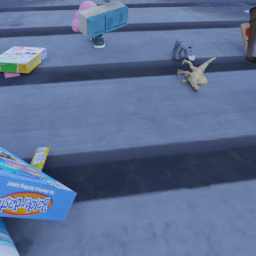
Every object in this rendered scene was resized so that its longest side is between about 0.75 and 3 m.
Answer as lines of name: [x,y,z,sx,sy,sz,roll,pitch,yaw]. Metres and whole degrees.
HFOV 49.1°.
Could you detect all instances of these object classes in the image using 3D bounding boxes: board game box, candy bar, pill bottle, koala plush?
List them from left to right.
pill bottle: [-2.681,1.808,4.605,1.207,1.207,2.179,-24,43,-29]
board game box: [-2.653,0.755,5.156,2.814,2.140,0.633,20,82,35]
board game box: [-4.396,-2.837,11.499,1.513,0.399,1.978,5,33,7]
candy bar: [-2.141,1.011,6.473,0.413,0.183,1.655,-11,39,11]
koala plush: [2.424,-3.224,11.991,0.920,0.845,0.816,16,33,-15]

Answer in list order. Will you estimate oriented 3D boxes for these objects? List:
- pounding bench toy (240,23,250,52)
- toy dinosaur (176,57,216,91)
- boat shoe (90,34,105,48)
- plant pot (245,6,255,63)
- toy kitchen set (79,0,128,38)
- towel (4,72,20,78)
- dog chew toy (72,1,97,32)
pounding bench toy: [5.971,-3.582,11.763,1.467,2.361,1.842,-10,-4,-11]
toy dinosaur: [2.487,-2.040,10.516,1.164,0.670,2.301,27,49,9]
boat shoe: [-1.522,-4.513,13.700,0.743,0.613,1.984,-4,37,-6]
plant pot: [3.200,-2.041,6.296,1.123,1.111,1.123,9,8,-1]
toy kitchen set: [-0.213,-3.893,8.326,1.671,2.837,2.273,-29,57,-28]
towel: [-4.561,-2.169,10.965,0.553,0.086,0.765,-15,40,-22]
dog chew toy: [-1.665,-4.188,10.667,0.791,0.791,1.270,30,79,34]
